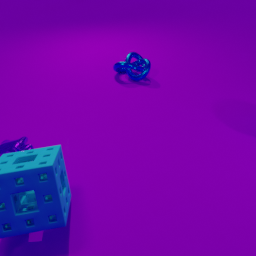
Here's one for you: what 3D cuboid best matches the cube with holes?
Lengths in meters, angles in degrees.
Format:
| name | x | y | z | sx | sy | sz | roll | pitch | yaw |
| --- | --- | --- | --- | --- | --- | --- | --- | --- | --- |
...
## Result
| name | x | y | z | sx | sy | sz | roll | pitch | yaw |
| --- | --- | --- | --- | --- | --- | --- | --- | --- | --- |
| cube with holes | -1.777 | 1.109 | 5.192 | 1.149 | 1.149 | 1.149 | -9 | 14 | -4 |

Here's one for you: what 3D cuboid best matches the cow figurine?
| name | x | y | z | sx | sy | sz | roll | pitch | yaw |
| --- | --- | --- | --- | --- | --- | --- | --- | --- | --- |
| cow figurine | -2.652 | 0.575 | 6.574 | 1.046 | 0.574 | 1.029 | -7 | 19 | 5 |

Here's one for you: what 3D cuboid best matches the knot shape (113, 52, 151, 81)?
| name | x | y | z | sx | sy | sz | roll | pitch | yaw |
| --- | --- | --- | --- | --- | --- | --- | --- | --- | --- |
| knot shape | 0.259 | -2.360 | 10.496 | 1.445 | 0.668 | 1.352 | 13 | 40 | 19 |
